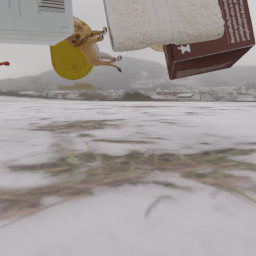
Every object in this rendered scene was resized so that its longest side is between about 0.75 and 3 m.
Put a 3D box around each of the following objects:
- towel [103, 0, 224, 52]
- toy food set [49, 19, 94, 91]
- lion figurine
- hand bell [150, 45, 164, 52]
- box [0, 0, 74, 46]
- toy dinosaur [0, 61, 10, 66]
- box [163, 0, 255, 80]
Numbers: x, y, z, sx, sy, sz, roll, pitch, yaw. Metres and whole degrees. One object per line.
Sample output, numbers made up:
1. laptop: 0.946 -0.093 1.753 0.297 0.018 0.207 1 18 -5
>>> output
1. towel: 0.382 -2.391 4.220 1.696 2.559 0.441 -9 -14 -6
2. toy food set: -2.191 -2.856 10.846 1.671 2.841 0.928 -9 36 -18
3. lion figurine: -1.213 -2.635 9.312 1.457 0.862 2.380 -4 -38 21
4. hand bell: 1.562 -2.691 9.489 1.521 1.521 2.921 -1 39 -9
5. box: -2.737 -3.348 7.115 2.180 2.170 1.868 -8 10 -29
6. toy dinosaur: -4.170 -1.761 8.462 1.101 1.214 0.637 0 -16 -4
7. box: 1.571 -2.119 6.169 1.585 1.601 1.930 -10 -1 6
